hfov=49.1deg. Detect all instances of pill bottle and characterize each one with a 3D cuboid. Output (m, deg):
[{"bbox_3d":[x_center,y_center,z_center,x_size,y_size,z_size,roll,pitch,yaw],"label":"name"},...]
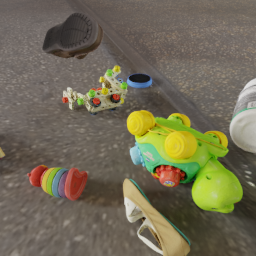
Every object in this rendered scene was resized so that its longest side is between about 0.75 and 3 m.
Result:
[{"bbox_3d":[3.904,-0.490,8.316,1.387,1.387,2.453,15,38,20],"label":"pill bottle"}]

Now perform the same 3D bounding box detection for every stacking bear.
[{"bbox_3d":[-1.726,1.214,6.563,1.272,0.772,0.723,8,75,21],"label":"stacking bear"}]

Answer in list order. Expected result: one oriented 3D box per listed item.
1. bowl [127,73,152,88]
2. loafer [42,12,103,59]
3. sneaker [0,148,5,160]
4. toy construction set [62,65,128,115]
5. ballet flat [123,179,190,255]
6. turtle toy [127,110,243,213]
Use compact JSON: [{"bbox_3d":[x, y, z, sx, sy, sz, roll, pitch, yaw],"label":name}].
[{"bbox_3d":[0.473,-1.946,11.401,1.009,0.198,1.009,0,36,0],"label":"bowl"},{"bbox_3d":[-1.102,-1.911,6.058,0.768,0.790,2.163,15,1,-38],"label":"loafer"},{"bbox_3d":[-4.073,0.569,7.575,1.785,0.669,0.804,20,48,35],"label":"sneaker"},{"bbox_3d":[-1.030,-1.225,9.616,2.375,1.094,1.557,-23,65,-17],"label":"toy construction set"},{"bbox_3d":[0.348,1.828,5.721,0.660,0.719,2.094,-33,44,-17],"label":"ballet flat"},{"bbox_3d":[1.281,0.692,6.494,2.181,1.513,2.993,1,24,-48],"label":"turtle toy"}]
